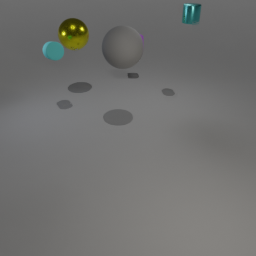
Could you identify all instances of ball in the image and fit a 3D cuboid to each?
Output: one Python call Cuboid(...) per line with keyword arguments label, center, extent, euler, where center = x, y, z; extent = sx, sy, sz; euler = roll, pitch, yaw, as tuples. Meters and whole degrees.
Cuboid(label="ball", center=(-2.467, -4.246, 12.713), extent=(1.400, 1.400, 1.400), euler=(0, 31, 0))
Cuboid(label="ball", center=(-0.177, -2.693, 9.394), extent=(1.400, 1.400, 1.400), euler=(0, 31, 0))

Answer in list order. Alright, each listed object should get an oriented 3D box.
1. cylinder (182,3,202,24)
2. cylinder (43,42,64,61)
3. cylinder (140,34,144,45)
Cuboid(label="cylinder", center=(2.520, -4.541, 11.119), extent=(0.700, 0.700, 0.700), euler=(0, 30, 0))
Cuboid(label="cylinder", center=(-2.940, -3.033, 11.017), extent=(0.700, 0.700, 0.700), euler=(-15, 22, -23))
Cuboid(label="cylinder", center=(0.500, -4.621, 15.211), extent=(0.700, 0.700, 0.700), euler=(0, -9, 0))
